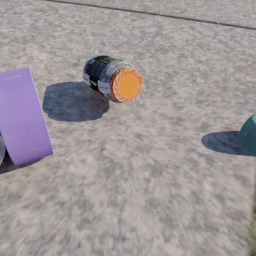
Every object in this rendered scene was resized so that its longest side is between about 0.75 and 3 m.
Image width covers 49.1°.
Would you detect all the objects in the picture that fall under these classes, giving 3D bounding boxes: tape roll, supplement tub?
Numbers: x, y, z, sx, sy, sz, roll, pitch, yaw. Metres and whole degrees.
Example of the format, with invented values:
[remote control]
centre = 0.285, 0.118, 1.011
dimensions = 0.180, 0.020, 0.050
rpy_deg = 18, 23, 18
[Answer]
[tape roll]
centre = -2.684, -0.304, 7.139
dimensions = 0.989, 2.327, 2.327
rpy_deg = -16, 44, -18
[supplement tub]
centre = -0.510, -1.582, 8.993
dimensions = 1.310, 1.310, 2.138
rpy_deg = -21, 29, -22

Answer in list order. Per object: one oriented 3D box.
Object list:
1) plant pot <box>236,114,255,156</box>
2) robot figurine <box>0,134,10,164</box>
[plant pot]
centre = 3.681, 0.116, 7.772
dimensions = 1.091, 0.875, 1.091
rpy_deg = 0, 42, 0
[robot figurine]
centre = -4.036, 0.311, 7.031
dimensions = 1.778, 1.477, 2.366
rpy_deg = -26, 41, -27
